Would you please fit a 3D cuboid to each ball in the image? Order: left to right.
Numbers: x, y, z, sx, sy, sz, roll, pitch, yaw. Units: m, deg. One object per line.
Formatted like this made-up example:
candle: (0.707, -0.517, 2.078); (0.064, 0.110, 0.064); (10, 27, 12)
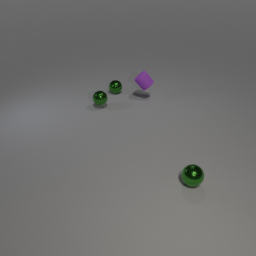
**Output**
ball: (-1.312, -1.411, 13.179); (0.700, 0.700, 0.700); (0, 32, 0)
ball: (-0.647, -2.154, 14.631); (0.700, 0.700, 0.700); (0, 32, 0)
ball: (2.030, 1.483, 8.777); (0.700, 0.700, 0.700); (0, 32, 0)

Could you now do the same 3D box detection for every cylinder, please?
cylinder: (0.790, -2.328, 13.773); (0.700, 0.700, 0.700); (-39, 17, 14)
